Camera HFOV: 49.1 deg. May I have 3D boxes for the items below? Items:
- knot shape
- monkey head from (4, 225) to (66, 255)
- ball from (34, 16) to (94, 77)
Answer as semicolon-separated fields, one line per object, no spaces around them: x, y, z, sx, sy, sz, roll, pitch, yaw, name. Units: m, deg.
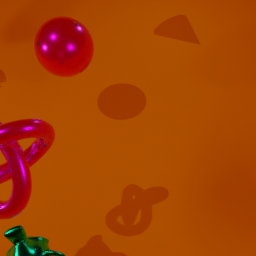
-1.691;0.506;3.545;1.520;1.423;0.702;-1;19;-27;knot shape
-1.678;2.076;4.536;1.234;0.887;0.743;-22;35;-10;monkey head
-1.375;-1.746;6.088;1.265;1.265;1.265;0;62;0;ball
